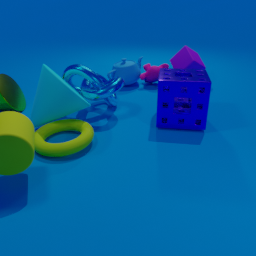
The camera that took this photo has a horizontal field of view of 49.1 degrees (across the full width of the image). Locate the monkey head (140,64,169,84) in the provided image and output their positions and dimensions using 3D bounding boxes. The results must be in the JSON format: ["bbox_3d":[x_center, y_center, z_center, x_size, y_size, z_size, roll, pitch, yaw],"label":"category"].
[{"bbox_3d":[0.913,-2.147,10.651,1.216,0.875,0.733,-26,-10,-9],"label":"monkey head"}]

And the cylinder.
[{"bbox_3d":[-2.277,0.277,5.373,0.917,0.917,0.917,-8,32,-14],"label":"cylinder"}]

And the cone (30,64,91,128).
[{"bbox_3d":[-2.149,-0.541,7.500,1.639,1.633,1.633,-48,39,1],"label":"cone"}]

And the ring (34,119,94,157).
[{"bbox_3d":[-1.623,0.209,7.001,1.547,0.309,1.547,-4,29,2],"label":"ring"}]

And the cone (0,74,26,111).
[{"bbox_3d":[-4.099,-0.839,8.687,1.264,1.259,1.259,-25,27,10],"label":"cone"}]

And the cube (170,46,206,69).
[{"bbox_3d":[2.276,-2.440,10.696,0.845,0.845,0.845,14,47,-42],"label":"cube"}]

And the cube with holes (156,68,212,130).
[{"bbox_3d":[1.508,-0.855,7.871,1.325,1.325,1.325,3,26,7],"label":"cube with holes"}]

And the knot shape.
[{"bbox_3d":[-0.902,-1.236,8.587,1.953,0.903,1.828,17,3,24],"label":"knot shape"}]

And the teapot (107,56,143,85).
[{"bbox_3d":[-0.054,-2.215,10.672,1.864,0.913,1.159,-30,36,-33],"label":"teapot"}]
